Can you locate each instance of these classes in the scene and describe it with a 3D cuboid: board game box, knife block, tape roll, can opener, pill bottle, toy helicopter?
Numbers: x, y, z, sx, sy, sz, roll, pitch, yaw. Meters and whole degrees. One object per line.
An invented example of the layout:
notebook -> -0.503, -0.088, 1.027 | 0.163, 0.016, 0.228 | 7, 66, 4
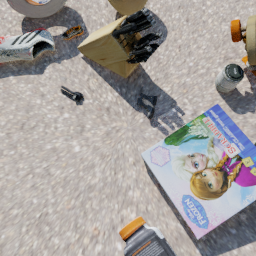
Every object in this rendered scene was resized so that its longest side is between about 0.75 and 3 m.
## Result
board game box -> 2.220, 1.123, 7.795 | 2.732, 0.563, 2.739 | -34, 67, -2
knife block -> -0.368, -3.000, 9.087 | 2.977, 2.613, 0.952 | 32, 66, 15
tape roll -> -3.419, -5.342, 10.399 | 2.421, 2.421, 0.800 | -20, 65, -10
can opener -> -1.943, -1.169, 9.504 | 0.881, 0.346, 0.279 | 23, 104, 15
pill bottle -> 0.613, 3.175, 6.756 | 1.076, 1.076, 2.026 | -31, 67, -15
toy helicopter -> 4.298, -2.790, 9.431 | 1.157, 1.940, 2.934 | -4, 19, 29

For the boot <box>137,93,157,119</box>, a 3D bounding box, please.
boot -> 0.584, -0.720, 9.239 | 0.625, 0.331, 0.949 | 10, 52, 9

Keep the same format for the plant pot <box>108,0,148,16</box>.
plant pot -> 0.027, -5.206, 10.938 | 1.915, 1.285, 1.915 | -2, 64, 5

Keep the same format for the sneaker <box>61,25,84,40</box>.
sneaker -> -2.150, -3.680, 10.722 | 0.892, 0.344, 0.349 | -27, 68, -12

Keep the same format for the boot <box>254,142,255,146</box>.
boot -> 4.376, 1.148, 8.089 | 1.257, 0.631, 1.742 | -3, 71, -2

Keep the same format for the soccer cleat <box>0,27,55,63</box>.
soccer cleat -> -3.872, -2.800, 9.986 | 2.589, 0.888, 1.103 | -24, 61, -17

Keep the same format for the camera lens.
camera lens -> 3.360, -1.661, 9.312 | 0.709, 0.887, 0.709 | 2, 70, -6
